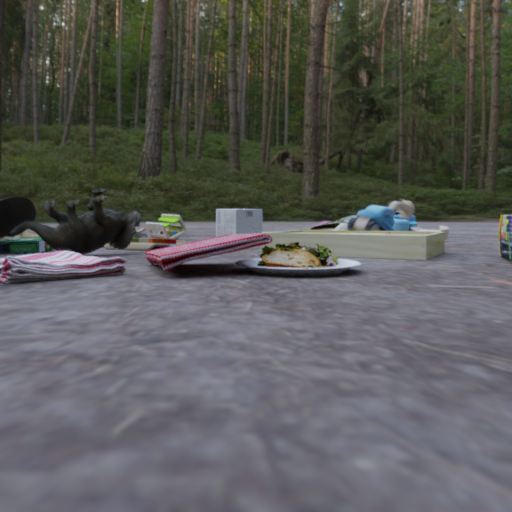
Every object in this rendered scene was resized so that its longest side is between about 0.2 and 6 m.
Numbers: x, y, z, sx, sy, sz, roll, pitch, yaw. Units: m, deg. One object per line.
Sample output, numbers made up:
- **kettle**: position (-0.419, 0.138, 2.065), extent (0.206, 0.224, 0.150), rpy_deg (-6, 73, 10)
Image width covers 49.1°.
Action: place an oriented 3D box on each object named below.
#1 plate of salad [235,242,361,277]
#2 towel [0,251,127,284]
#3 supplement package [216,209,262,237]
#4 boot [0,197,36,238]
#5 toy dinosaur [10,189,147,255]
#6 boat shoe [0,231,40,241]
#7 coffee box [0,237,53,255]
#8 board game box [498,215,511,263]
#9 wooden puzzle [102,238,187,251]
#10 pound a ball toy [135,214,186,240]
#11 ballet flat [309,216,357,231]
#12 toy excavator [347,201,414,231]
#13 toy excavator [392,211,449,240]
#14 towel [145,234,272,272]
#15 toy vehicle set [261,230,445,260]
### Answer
- **plate of salad**: position (0.609, 0.021, 8.229), extent (1.834, 0.440, 1.834), rpy_deg (-1, 4, 0)
- **towel**: position (-3.120, 0.083, 8.080), extent (1.667, 0.341, 2.278), rpy_deg (-3, 5, -41)
- **supplement package**: position (-0.550, -0.990, 17.645), extent (0.980, 0.973, 1.292), rpy_deg (-3, 5, -32)
- **boot**: position (-6.395, -0.633, 11.969), extent (2.535, 0.814, 2.362), rpy_deg (-2, 20, 28)
- **toy dinosaur**: position (-3.424, -0.528, 11.149), extent (2.618, 1.339, 1.008), rpy_deg (-19, 26, -26)
- **boat shoe**: position (-5.817, -0.478, 13.245), extent (1.965, 0.638, 0.709), rpy_deg (-1, 5, -12)
- **coffee box**: position (-4.947, -0.226, 12.198), extent (0.834, 0.298, 1.357), rpy_deg (-2, 5, -6)
- **board game box**: position (5.803, -0.274, 9.174), extent (3.111, 0.882, 2.572), rpy_deg (1, 3, 16)
- **wooden puzzle**: position (-2.659, -0.313, 13.477), extent (2.463, 0.288, 1.662), rpy_deg (2, 5, 19)
- **pound a ball toy**: position (-3.021, -0.735, 17.375), extent (1.115, 0.726, 1.710), rpy_deg (-31, 20, -27)
- **ballet flat**: position (2.355, -0.694, 16.321), extent (0.796, 0.774, 2.238), rpy_deg (-26, 14, -34)
- **toy excavator**: position (3.324, -0.990, 14.389), extent (1.543, 1.587, 0.793), rpy_deg (35, -10, -36)
- **toy excavator**: position (4.649, -0.786, 16.943), extent (1.771, 0.910, 1.821), rpy_deg (-3, 18, -10)
- **towel**: position (-0.802, -0.086, 8.451), extent (1.602, 0.249, 2.215), rpy_deg (-13, 5, -15)
- **toy vehicle set**: position (2.069, -0.279, 11.854), extent (3.418, 0.453, 2.124), rpy_deg (2, 5, 28)
